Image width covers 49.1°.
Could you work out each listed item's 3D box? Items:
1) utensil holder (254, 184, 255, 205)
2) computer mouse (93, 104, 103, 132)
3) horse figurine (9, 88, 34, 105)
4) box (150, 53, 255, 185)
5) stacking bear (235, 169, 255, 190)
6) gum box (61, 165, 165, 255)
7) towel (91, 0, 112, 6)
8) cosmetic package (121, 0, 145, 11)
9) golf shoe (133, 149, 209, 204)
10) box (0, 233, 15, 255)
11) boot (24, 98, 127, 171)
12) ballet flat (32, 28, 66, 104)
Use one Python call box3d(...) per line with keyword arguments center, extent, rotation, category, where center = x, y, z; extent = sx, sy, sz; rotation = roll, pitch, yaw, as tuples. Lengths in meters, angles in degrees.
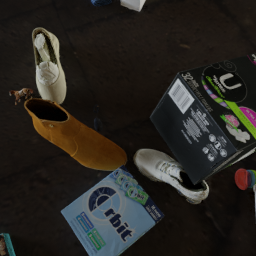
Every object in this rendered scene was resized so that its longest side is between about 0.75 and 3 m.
box3d(center=(3.846, 2.264, 6.794), extent=(1.417, 1.417, 1.667), rotation=(7, 69, 3), category="utensil holder")
box3d(center=(-0.886, -0.327, 8.411), extent=(0.171, 0.294, 1.002), rotation=(-33, 52, 32), category="computer mouse")
box3d(center=(-3.330, -1.062, 8.847), extent=(0.793, 0.198, 0.525), rotation=(-21, 62, -1), category="horse figurine")
box3d(center=(2.541, -0.339, 7.200), extent=(2.971, 1.847, 2.206), rotation=(-19, 66, -30), category="box")
box3d(center=(3.463, 1.389, 7.647), extent=(0.909, 0.517, 0.552), rotation=(2, 85, -10), category="stacking bear")
box3d(center=(-0.391, 2.245, 7.256), extent=(2.030, 0.452, 1.725), rotation=(-36, 69, -13), category="gum box")
box3d(center=(-1.125, -5.159, 10.568), extent=(0.735, 0.319, 1.316), rotation=(-15, 68, -6), category="towel")
box3d(center=(0.368, -5.152, 10.394), extent=(0.797, 0.629, 1.482), rotation=(20, 67, 7), category="cosmetic package")
box3d(center=(1.164, 1.117, 7.445), extent=(2.227, 1.083, 0.872), rotation=(28, 71, 13), category="golf shoe")
box3d(center=(-3.048, 3.404, 6.834), extent=(0.605, 0.361, 1.471), rotation=(-25, 69, -11), category="box")
box3d(center=(-1.319, 0.220, 7.338), extent=(2.733, 1.956, 0.962), rotation=(21, 69, 8), category="boot")
box3d(center=(-2.595, -2.041, 8.893), extent=(0.960, 0.960, 2.763), rotation=(-13, 67, -6), category="ballet flat")
